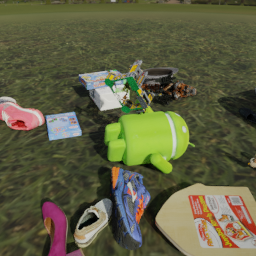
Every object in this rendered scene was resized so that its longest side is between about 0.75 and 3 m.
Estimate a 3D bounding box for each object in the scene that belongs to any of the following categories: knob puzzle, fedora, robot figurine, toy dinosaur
[{"bbox_3d":[1.979,2.348,6.812,2.893,0.401,2.893,0,30,0],"label":"knob puzzle"},{"bbox_3d":[1.673,-2.632,15.197,2.099,0.948,1.856,0,27,14],"label":"fedora"},{"bbox_3d":[0.697,0.324,9.182,2.850,1.649,2.501,-6,53,-11],"label":"robot figurine"},{"bbox_3d":[1.926,-1.843,13.831,2.715,1.387,1.842,-13,4,17],"label":"toy dinosaur"}]

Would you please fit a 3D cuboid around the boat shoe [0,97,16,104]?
[{"bbox_3d":[-5.971,-0.853,12.427,1.854,0.692,0.860,-7,38,-1],"label":"boat shoe"}]

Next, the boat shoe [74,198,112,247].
[{"bbox_3d":[-0.798,2.216,6.937,0.556,0.509,1.489,11,31,19],"label":"boat shoe"}]

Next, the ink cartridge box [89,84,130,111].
[{"bbox_3d":[-1.040,-1.813,13.826,1.472,0.846,2.513,-10,31,-18],"label":"ink cartridge box"}]

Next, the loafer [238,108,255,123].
[{"bbox_3d":[5.197,-0.544,11.999,0.421,0.407,1.198,-7,32,-30],"label":"loafer"}]

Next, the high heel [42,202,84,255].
[{"bbox_3d":[-1.780,2.464,6.232,1.001,0.702,2.082,-8,32,-36],"label":"high heel"}]

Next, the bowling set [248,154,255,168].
[{"bbox_3d":[4.619,1.264,8.580,1.583,0.850,1.102,-3,48,-8],"label":"bowling set"}]

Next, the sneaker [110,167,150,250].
[{"bbox_3d":[0.100,1.873,7.144,1.032,0.991,2.632,1,31,-7],"label":"sneaker"}]

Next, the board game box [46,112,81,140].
[{"bbox_3d":[-2.637,-0.113,11.339,1.231,0.298,1.627,-9,30,-15],"label":"board game box"}]

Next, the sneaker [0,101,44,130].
[{"bbox_3d":[-4.646,-0.449,11.366,2.367,0.872,1.027,11,32,18],"label":"sneaker"}]

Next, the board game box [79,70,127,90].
[{"bbox_3d":[-1.235,-2.361,13.559,1.986,0.342,1.344,-13,32,-22],"label":"board game box"}]

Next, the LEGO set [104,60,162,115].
[{"bbox_3d":[0.145,-1.313,8.605,1.273,1.655,0.959,-13,38,39],"label":"LEGO set"}]
